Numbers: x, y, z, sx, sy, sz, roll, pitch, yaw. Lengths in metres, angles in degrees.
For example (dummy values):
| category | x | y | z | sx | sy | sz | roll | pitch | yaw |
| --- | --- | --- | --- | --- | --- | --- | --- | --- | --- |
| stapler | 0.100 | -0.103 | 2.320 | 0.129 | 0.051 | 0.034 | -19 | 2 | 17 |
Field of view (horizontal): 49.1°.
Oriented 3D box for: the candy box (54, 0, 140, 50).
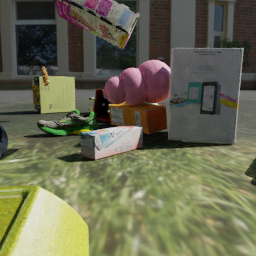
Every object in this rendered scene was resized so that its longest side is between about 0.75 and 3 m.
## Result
| category | x | y | z | sx | sy | sz | roll | pitch | yaw |
| --- | --- | --- | --- | --- | --- | --- | --- | --- | --- |
| candy box | -0.701 | -2.483 | 6.155 | 1.731 | 0.528 | 1.181 | 25 | -3 | -6 |

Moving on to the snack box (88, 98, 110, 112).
| category | x | y | z | sx | sy | sz | roll | pitch | yaw |
| --- | --- | --- | --- | --- | --- | --- | --- | --- | --- |
| snack box | -0.708 | -1.080 | 13.652 | 1.764 | 0.708 | 2.091 | -2 | 8 | -33 |

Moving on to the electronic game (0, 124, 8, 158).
| category | x | y | z | sx | sy | sz | roll | pitch | yaw |
| --- | --- | --- | --- | --- | --- | --- | --- | --- | --- |
| electronic game | -3.307 | 0.083 | 5.506 | 1.838 | 0.383 | 1.838 | 30 | 25 | -16 |

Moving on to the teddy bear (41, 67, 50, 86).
| category | x | y | z | sx | sy | sz | roll | pitch | yaw |
| --- | --- | --- | --- | --- | --- | --- | --- | --- | --- |
| teddy bear | -3.254 | -2.039 | 11.065 | 0.251 | 0.752 | 0.545 | -10 | -14 | -10 |

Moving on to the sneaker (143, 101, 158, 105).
| category | x | y | z | sx | sy | sz | roll | pitch | yaw |
| --- | --- | --- | --- | --- | --- | --- | --- | --- | --- |
| sneaker | 0.736 | -0.496 | 10.708 | 0.829 | 1.329 | 2.254 | -31 | -17 | -7 |

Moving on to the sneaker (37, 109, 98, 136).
| category | x | y | z | sx | sy | sz | roll | pitch | yaw |
| --- | --- | --- | --- | --- | --- | --- | --- | --- | --- |
| sneaker | -1.804 | -0.184 | 8.425 | 1.791 | 0.763 | 0.699 | -4 | 10 | -17 |

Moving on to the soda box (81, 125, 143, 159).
| category | x | y | z | sx | sy | sz | roll | pitch | yaw |
| --- | --- | --- | --- | --- | --- | --- | --- | --- | --- |
| soda box | -0.319 | 0.283 | 6.352 | 0.491 | 0.529 | 1.546 | 9 | 13 | 42 |

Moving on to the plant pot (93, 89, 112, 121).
| category | x | y | z | sx | sy | sz | roll | pitch | yaw |
| --- | --- | --- | --- | --- | --- | --- | --- | --- | --- |
| plant pot | -0.736 | -0.887 | 11.117 | 1.151 | 1.150 | 1.015 | 8 | 6 | -3 |

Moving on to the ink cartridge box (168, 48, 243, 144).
| category | x | y | z | sx | sy | sz | roll | pitch | yaw |
| --- | --- | --- | --- | --- | --- | --- | --- | --- | --- |
| ink cartridge box | 2.062 | -0.913 | 7.821 | 1.740 | 2.383 | 1.749 | 3 | 10 | 11 |

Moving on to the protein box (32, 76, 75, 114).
| category | x | y | z | sx | sy | sz | roll | pitch | yaw |
| --- | --- | --- | --- | --- | --- | --- | --- | --- | --- |
| protein box | -3.789 | -1.718 | 14.294 | 1.803 | 1.790 | 1.217 | -7 | 12 | -34 |

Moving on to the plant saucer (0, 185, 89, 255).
| category | x | y | z | sx | sy | sz | roll | pitch | yaw |
| --- | --- | --- | --- | --- | --- | --- | --- | --- | --- |
| plant saucer | -1.635 | 1.033 | 1.549 | 2.825 | 0.677 | 2.829 | -1 | 10 | -8 |

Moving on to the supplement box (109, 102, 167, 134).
| category | x | y | z | sx | sy | sz | roll | pitch | yaw |
| --- | --- | --- | --- | --- | --- | --- | --- | --- | --- |
| supplement box | 0.263 | -0.417 | 9.491 | 0.800 | 0.827 | 2.404 | -15 | 18 | -29 |

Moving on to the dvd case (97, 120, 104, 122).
| category | x | y | z | sx | sy | sz | roll | pitch | yaw |
| --- | --- | --- | --- | --- | --- | --- | --- | --- | --- |
| dvd case | -0.974 | -0.423 | 11.730 | 0.945 | 0.116 | 1.324 | 7 | 12 | 38 |

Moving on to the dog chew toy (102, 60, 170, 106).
| category | x | y | z | sx | sy | sz | roll | pitch | yaw |
| --- | --- | --- | --- | --- | --- | --- | --- | --- | --- |
| dog chew toy | 0.296 | -1.357 | 9.007 | 2.245 | 1.398 | 1.398 | -14 | 12 | -10 |
